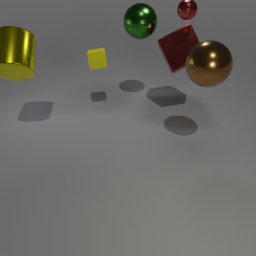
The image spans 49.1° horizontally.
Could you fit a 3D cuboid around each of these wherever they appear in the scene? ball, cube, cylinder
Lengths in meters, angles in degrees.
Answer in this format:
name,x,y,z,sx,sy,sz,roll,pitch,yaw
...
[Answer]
name,x,y,z,sx,sy,sz,roll,pitch,yaw
ball,2.070,-4.139,9.782,0.700,0.700,0.700,0,33,0
cube,2.144,-3.157,11.403,1.400,1.400,1.400,-25,4,11
cube,-1.282,-2.890,11.707,0.700,0.700,0.700,-9,25,0
cylinder,-3.932,-2.528,9.696,1.400,1.400,1.400,-1,75,-2
ball,0.505,-4.352,11.457,1.400,1.400,1.400,0,33,0
ball,2.467,-1.948,8.556,1.400,1.400,1.400,0,33,0
